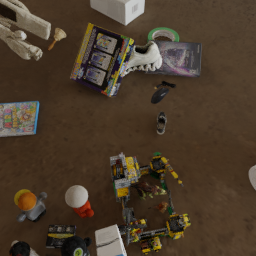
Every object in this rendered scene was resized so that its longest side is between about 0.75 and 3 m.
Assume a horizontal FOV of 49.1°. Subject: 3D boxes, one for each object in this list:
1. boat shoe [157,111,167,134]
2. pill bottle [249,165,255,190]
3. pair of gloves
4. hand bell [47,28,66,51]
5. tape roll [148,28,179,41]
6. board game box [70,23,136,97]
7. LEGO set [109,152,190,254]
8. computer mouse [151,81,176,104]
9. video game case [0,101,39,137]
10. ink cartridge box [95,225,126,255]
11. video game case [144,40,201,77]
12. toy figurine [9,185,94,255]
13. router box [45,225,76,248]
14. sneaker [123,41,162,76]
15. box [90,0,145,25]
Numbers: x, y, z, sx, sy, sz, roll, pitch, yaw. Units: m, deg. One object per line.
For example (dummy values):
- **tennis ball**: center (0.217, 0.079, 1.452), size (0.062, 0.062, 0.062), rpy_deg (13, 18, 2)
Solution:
- **boat shoe**: center (1.224, -0.250, 10.242), size (0.365, 0.298, 0.988), rpy_deg (9, 56, 6)
- **pill bottle**: center (5.093, 1.150, 8.585), size (2.573, 1.429, 1.429), rpy_deg (-23, 59, -15)
- **pair of gloves**: center (-3.275, -2.828, 8.150), size (1.839, 2.163, 0.379), rpy_deg (33, 63, -16)
- **hand bell**: center (-3.353, -3.961, 12.765), size (0.567, 0.567, 1.088), rpy_deg (24, 70, 16)
- **tape roll**: center (1.605, -4.038, 12.827), size (1.412, 0.339, 1.412), rpy_deg (0, 56, 0)
- **board game box**: center (-1.003, -2.602, 10.836), size (1.892, 0.649, 2.288), rpy_deg (26, 104, 18)
- **LEGO set**: center (0.536, 1.844, 7.948), size (2.249, 1.695, 2.925), rpy_deg (-3, 56, -2)
- **computer mouse**: center (0.963, -1.163, 8.675), size (0.954, 0.220, 0.670), rpy_deg (-41, 39, -13)
- **video game case**: center (-4.405, -0.336, 10.371), size (2.045, 0.182, 1.463), rpy_deg (-4, 56, -3)
- **ink cartridge box**: center (-0.268, 2.686, 5.554), size (0.516, 0.893, 1.231), rpy_deg (-17, 17, -5)
- **video game case**: center (1.921, -2.981, 11.925), size (2.295, 0.218, 1.640), rpy_deg (6, 69, 6)
- **toy figurine**: center (-2.012, 2.676, 7.498), size (2.124, 1.501, 2.158), rpy_deg (-1, 56, -1)
- **router box**: center (-1.907, 3.097, 7.996), size (0.773, 0.202, 0.608), rpy_deg (1, 55, 1)
- **sneaker**: center (-0.081, -2.774, 11.335), size (2.809, 1.138, 1.055), rpy_deg (-14, 56, 7)
- **box**: center (-0.555, -6.395, 13.935), size (2.401, 1.170, 1.494), rpy_deg (36, 63, 21)
